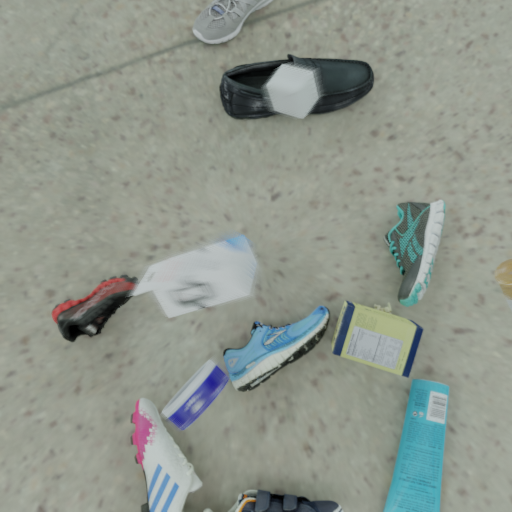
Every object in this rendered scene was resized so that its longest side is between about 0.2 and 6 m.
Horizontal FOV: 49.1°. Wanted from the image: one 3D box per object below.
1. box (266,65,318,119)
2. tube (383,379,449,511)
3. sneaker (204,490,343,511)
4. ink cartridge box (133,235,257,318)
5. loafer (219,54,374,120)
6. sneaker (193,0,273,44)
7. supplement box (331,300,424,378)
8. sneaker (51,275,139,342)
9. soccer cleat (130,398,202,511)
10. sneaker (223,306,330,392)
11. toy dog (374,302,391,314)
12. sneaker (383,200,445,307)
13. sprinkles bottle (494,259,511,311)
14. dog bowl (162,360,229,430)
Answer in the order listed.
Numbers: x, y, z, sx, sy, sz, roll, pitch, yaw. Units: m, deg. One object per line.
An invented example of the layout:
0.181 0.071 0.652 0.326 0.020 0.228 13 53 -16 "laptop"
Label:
0.632 -2.831 9.657 0.636 0.632 0.544 24 69 28 "box"
2.588 3.123 8.807 0.887 0.577 2.290 10 73 13 "tube"
0.215 3.865 8.312 2.116 0.830 0.840 -16 75 -5 "sneaker"
-0.925 0.360 8.716 1.714 0.581 0.994 -17 24 17 "ink cartridge box"
0.838 -3.426 11.089 3.145 1.104 1.068 -9 68 -4 "loafer"
-0.489 -5.547 12.002 0.906 0.994 2.424 37 73 14 "sneaker"
1.908 1.300 9.047 1.202 1.203 0.808 17 91 7 "supplement box"
-2.652 0.924 9.439 1.616 0.571 0.790 -27 52 2 "sneaker"
-1.345 3.243 8.634 0.938 0.759 2.173 -11 75 -3 "soccer cleat"
0.337 1.362 9.358 2.040 0.800 0.918 -31 68 -12 "sneaker"
2.155 1.035 9.768 0.411 0.287 0.399 -12 72 5 "toy dog"
2.730 -0.091 10.047 0.969 0.824 2.125 12 64 21 "sneaker"
3.925 0.686 8.097 0.516 1.513 0.516 -26 35 20 "sprinkles bottle"
-0.865 1.998 8.063 0.394 1.001 1.001 43 74 0 "dog bowl"
